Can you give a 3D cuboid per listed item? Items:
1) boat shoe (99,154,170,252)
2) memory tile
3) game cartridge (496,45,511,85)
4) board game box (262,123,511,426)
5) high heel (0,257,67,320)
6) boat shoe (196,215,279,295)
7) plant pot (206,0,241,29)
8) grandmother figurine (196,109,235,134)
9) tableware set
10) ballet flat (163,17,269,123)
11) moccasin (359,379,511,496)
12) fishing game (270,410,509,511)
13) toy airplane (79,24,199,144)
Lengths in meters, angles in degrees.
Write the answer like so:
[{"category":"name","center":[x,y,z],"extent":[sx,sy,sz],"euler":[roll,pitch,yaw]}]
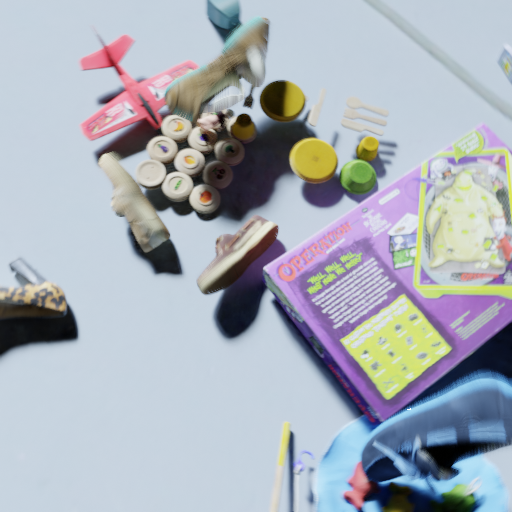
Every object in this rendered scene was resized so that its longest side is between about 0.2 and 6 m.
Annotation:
[{"category":"boat shoe","center":[-2.296,-0.951,9.973],"extent":[0.613,0.677,1.901],"euler":[-35,83,2]},{"category":"memory tile","center":[-1.135,-2.011,10.735],"extent":[1.731,0.190,2.259],"euler":[25,71,2]},{"category":"game cartridge","center":[5.192,-3.918,11.443],"extent":[0.146,0.481,0.721],"euler":[-17,69,-10]},{"category":"board game box","center":[3.056,0.097,9.655],"extent":[5.160,0.833,3.097],"euler":[-33,76,-14]},{"category":"high heel","center":[-4.237,1.032,9.329],"extent":[1.437,0.720,2.016],"euler":[35,63,19]},{"category":"boat shoe","center":[-0.431,-0.075,9.836],"extent":[0.675,0.676,1.874],"euler":[37,66,22]},{"category":"plant pot","center":[-0.645,-5.225,11.919],"extent":[0.619,0.617,0.630],"euler":[-34,81,-12]},{"category":"grandmother figurine","center":[-0.769,-2.628,10.745],"extent":[0.769,0.233,0.466],"euler":[-24,110,-12]},{"category":"tableware set","center":[1.005,-2.295,10.761],"extent":[2.930,0.450,1.974],"euler":[16,74,0]},{"category":"ballet flat","center":[-0.459,-3.303,10.228],"extent":[0.966,0.905,2.670],"euler":[43,69,10]},{"category":"moccasin","center":[2.275,2.492,7.304],"extent":[1.024,2.545,0.868],"euler":[20,42,-23]},{"category":"fishing game","center":[2.297,3.568,8.064],"extent":[4.236,0.659,3.033],"euler":[11,53,9]},{"category":"toy airplane","center":[-2.521,-3.354,11.054],"extent":[2.665,0.490,2.665],"euler":[1,83,-6]}]
